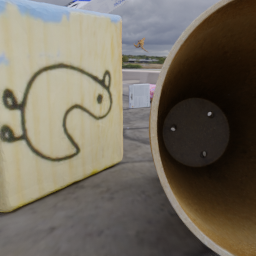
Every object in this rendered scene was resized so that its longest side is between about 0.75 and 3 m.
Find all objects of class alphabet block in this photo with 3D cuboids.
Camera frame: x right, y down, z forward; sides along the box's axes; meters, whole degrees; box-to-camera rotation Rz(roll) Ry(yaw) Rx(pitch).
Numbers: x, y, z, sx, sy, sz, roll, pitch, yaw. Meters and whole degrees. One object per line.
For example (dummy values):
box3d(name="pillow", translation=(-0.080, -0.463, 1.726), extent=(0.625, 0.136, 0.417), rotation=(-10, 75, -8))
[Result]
box3d(name="alphabet block", translation=(-1.639, -0.522, 4.425), extent=(2.363, 2.406, 2.350), rotation=(11, 19, 38))

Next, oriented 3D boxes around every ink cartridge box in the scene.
box3d(name="ink cartridge box", translation=(0.389, -1.167, 10.212), extent=(0.859, 0.844, 0.186), rotation=(-6, 15, -22))
box3d(name="ink cartridge box", translation=(-1.582, -3.811, 9.286), extent=(2.993, 0.662, 1.407), rotation=(-38, 38, -16))

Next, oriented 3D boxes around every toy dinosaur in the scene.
box3d(name="toy dinosaur", translation=(0.427, -2.724, 9.141), extent=(0.439, 0.249, 0.826), rotation=(-13, 50, 19))

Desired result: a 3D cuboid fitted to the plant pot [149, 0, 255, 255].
box3d(name="plant pot", translation=(1.192, 0.012, 3.348), extent=(2.280, 2.280, 2.446), rotation=(-1, -1, -5))

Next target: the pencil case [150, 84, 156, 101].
box3d(name="pencil case", translation=(1.562, -1.492, 11.734), extent=(1.731, 0.757, 0.757), rotation=(-1, 14, 0))
